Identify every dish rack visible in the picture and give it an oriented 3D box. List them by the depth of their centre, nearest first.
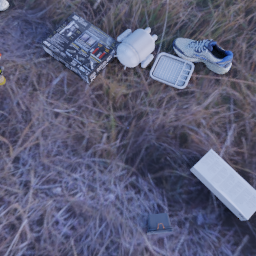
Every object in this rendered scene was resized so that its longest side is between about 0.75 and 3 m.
[{"bbox_3d":[1.945,-2.507,12.491,1.702,0.371,1.461,23,72,8],"label":"dish rack"}]

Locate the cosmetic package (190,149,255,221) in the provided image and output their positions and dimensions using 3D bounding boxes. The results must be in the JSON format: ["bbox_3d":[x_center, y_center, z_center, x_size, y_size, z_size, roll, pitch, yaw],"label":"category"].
[{"bbox_3d":[3.705,2.126,10.593,1.076,0.660,2.608,-40,74,-14],"label":"cosmetic package"}]

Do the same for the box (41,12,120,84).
[{"bbox_3d":[-2.119,-3.677,12.739,2.841,0.707,2.240,36,74,12],"label":"box"}]

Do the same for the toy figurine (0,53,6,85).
[{"bbox_3d":[-6.176,-2.600,11.711,1.831,1.274,1.803,-16,76,-17],"label":"toy figurine"}]

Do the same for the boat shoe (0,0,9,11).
[{"bbox_3d":[-6.867,-6.421,13.738,2.153,0.691,0.794,25,68,14],"label":"boat shoe"}]

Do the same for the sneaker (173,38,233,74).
[{"bbox_3d":[3.370,-3.507,12.426,2.798,1.192,1.078,24,71,9],"label":"sneaker"}]

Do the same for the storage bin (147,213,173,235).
[{"bbox_3d":[1.120,3.450,10.152,0.935,0.680,0.628,-6,59,-2],"label":"storage bin"}]

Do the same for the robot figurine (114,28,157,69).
[{"bbox_3d":[0.348,-3.525,12.423,2.096,1.184,1.778,-44,92,-15],"label":"robot figurine"}]
